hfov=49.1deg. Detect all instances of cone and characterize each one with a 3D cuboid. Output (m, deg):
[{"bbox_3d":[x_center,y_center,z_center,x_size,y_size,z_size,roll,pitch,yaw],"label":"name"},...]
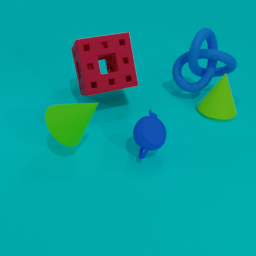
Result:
[{"bbox_3d":[2.444,-0.936,7.348,1.050,1.054,1.050,2,34,-2],"label":"cone"},{"bbox_3d":[-0.981,-0.274,5.770,1.008,1.005,1.005,-30,28,27],"label":"cone"}]

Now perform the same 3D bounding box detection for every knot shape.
[{"bbox_3d":[1.991,-1.728,7.770,1.617,1.728,0.799,-39,34,19],"label":"knot shape"}]

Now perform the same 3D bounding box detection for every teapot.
[{"bbox_3d":[0.436,0.092,6.036,0.751,0.591,1.208,22,71,-19],"label":"teapot"}]

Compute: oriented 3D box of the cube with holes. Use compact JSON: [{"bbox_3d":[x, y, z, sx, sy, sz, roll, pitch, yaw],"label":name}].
[{"bbox_3d":[-0.667,-1.659,7.527,1.346,1.346,1.346,-13,10,-14],"label":"cube with holes"}]
